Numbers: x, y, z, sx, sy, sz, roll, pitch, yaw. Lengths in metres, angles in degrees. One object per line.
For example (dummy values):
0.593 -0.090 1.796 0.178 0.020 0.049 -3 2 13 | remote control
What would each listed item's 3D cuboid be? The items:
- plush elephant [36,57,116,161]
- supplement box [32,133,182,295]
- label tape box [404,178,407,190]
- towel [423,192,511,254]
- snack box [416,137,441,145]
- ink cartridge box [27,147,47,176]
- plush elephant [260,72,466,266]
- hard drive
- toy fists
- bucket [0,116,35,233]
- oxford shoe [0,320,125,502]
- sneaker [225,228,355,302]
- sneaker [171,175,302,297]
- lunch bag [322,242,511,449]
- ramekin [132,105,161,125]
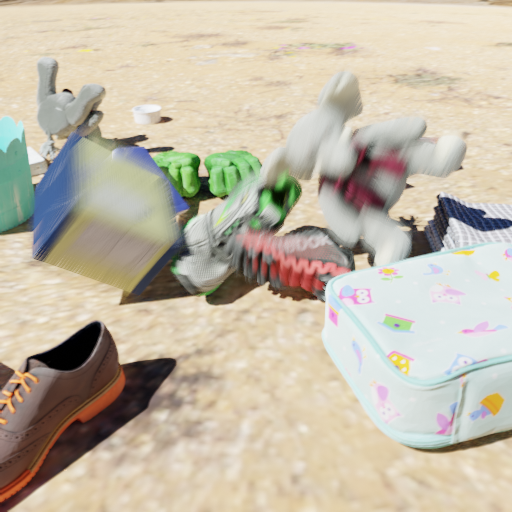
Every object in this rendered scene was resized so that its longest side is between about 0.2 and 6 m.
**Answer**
-3.983 -3.077 12.553 1.726 2.096 1.623 24 13 14 | plush elephant
-1.957 -0.531 7.334 1.508 1.013 1.510 25 30 -35 | supplement box
2.304 -1.447 10.825 0.968 0.306 0.698 -15 33 -24 | label tape box
3.443 -0.283 8.306 1.501 0.776 1.813 3 30 3 | towel
2.458 -2.274 12.169 3.353 0.408 1.206 2 30 4 | snack box
-5.120 -1.831 11.576 1.300 0.307 1.041 -24 38 -27 | ink cartridge box
1.185 -1.248 7.303 1.773 1.886 2.290 20 19 -38 | plush elephant
-1.758 -1.227 9.379 1.347 0.171 0.889 53 25 2 | hard drive
-0.996 -1.568 10.563 2.336 0.803 1.191 -2 30 -6 | toy fists
-4.898 -1.353 9.466 2.306 1.500 2.306 0 29 0 | bucket
-2.226 1.430 5.199 0.845 0.861 2.374 15 33 24 | oxford shoe
0.507 0.003 7.333 1.762 0.623 0.861 17 51 5 | sneaker
-0.250 -0.418 7.720 1.023 0.937 2.402 -14 31 52 | sneaker
2.227 0.804 6.102 2.768 1.067 2.220 -9 28 -17 | lunch bag
-2.867 -3.710 14.758 0.737 0.359 0.737 0 30 0 | ramekin
